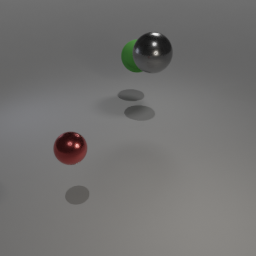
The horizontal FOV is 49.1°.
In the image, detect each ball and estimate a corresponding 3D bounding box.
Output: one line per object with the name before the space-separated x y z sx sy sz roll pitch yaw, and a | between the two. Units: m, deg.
ball | -1.198 0.422 5.844 0.700 0.700 0.700 0 30 0
ball | 0.400 -3.135 12.234 1.400 1.400 1.400 0 30 0
ball | 0.857 -2.613 9.769 1.400 1.400 1.400 0 30 0
